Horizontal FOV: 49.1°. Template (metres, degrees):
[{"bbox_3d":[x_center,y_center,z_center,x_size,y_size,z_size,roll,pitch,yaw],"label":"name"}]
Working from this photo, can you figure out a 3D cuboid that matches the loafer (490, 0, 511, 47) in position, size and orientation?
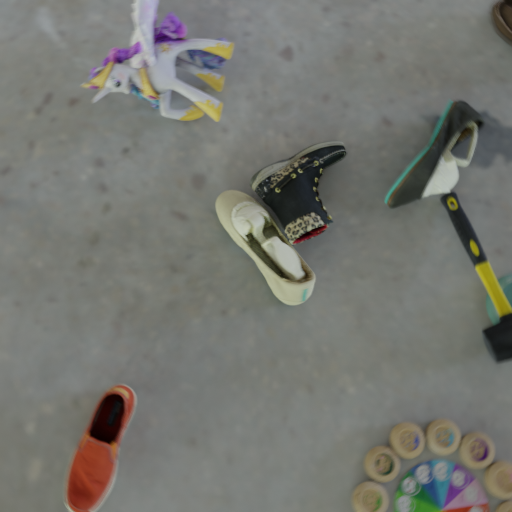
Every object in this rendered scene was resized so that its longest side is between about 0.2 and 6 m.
[{"bbox_3d":[5.792,-4.801,11.931,0.736,0.716,2.016,-27,74,-9],"label":"loafer"}]

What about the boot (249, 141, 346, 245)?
[{"bbox_3d":[1.101,-1.217,10.678,2.072,0.748,1.565,-25,72,-16],"label":"boot"}]

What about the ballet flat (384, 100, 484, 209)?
[{"bbox_3d":[3.582,-1.886,10.846,0.956,0.950,2.795,32,75,14],"label":"ballet flat"}]

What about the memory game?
[{"bbox_3d":[3.076,4.236,9.274,2.991,0.190,2.991,0,72,0],"label":"memory game"}]

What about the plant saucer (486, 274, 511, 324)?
[{"bbox_3d":[4.911,0.910,10.338,1.262,0.227,1.262,0,72,1],"label":"plant saucer"}]

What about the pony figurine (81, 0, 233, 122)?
[{"bbox_3d":[-1.902,-4.003,11.183,2.694,2.244,2.601,11,81,-12],"label":"pony figurine"}]

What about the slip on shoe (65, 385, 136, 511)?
[{"bbox_3d":[-2.636,3.211,9.364,0.805,0.665,2.172,18,74,4],"label":"slip on shoe"}]

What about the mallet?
[{"bbox_3d":[4.070,0.357,10.359,1.106,0.691,3.359,-30,64,10],"label":"mallet"}]

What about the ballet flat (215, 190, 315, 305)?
[{"bbox_3d":[0.171,-0.320,10.391,0.938,0.938,2.702,-35,75,-11],"label":"ballet flat"}]
